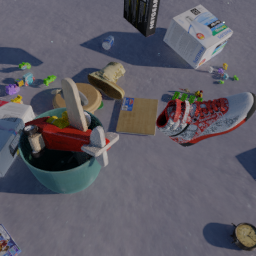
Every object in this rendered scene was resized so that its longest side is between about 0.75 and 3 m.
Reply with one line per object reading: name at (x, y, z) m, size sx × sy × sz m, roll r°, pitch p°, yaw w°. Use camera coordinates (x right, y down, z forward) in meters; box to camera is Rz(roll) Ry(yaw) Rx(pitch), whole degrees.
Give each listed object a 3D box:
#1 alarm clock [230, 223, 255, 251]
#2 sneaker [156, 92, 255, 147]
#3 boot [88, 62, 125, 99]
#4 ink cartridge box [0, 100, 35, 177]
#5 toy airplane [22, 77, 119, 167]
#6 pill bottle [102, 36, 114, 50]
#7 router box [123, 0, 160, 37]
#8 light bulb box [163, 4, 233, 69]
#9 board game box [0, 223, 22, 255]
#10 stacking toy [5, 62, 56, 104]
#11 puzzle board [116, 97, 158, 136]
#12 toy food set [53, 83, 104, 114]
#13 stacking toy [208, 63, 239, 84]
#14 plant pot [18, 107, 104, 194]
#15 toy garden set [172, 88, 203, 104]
alarm clock at (3.750, 3.370, 8.573) m, size 1.166 × 0.388 × 0.787 m, roll 10°, pitch 48°, yaw 11°
sneaker at (1.996, -0.395, 7.680) m, size 1.438 × 2.683 × 0.896 m, roll 30°, pitch 48°, yaw -29°
boot at (-0.629, -2.344, 13.437) m, size 2.181 × 0.794 × 1.695 m, roll 32°, pitch 55°, yaw 29°
ink cartridge box at (-5.110, 0.273, 10.799) m, size 2.035 × 1.180 × 2.757 m, roll 12°, pitch 51°, yaw 10°
toy airplane at (-1.547, 0.102, 8.619) m, size 2.740 × 2.752 × 1.942 m, roll 42°, pitch 36°, yaw -11°
pill bottle at (-1.094, -4.866, 15.868) m, size 0.478 × 0.478 × 0.852 m, roll 14°, pitch 49°, yaw 12°
router box at (0.544, -5.280, 11.817) m, size 0.589 × 2.308 × 1.721 m, roll -32°, pitch 65°, yaw -21°
light bulb box at (3.668, -4.830, 14.750) m, size 2.412 × 1.518 × 2.433 m, roll -36°, pitch 73°, yaw -27°
board game box at (-3.886, 3.580, 8.509) m, size 0.770 × 0.196 × 1.138 m, roll -36°, pitch 57°, yaw -28°
stacking toy at (-5.077, -2.070, 13.343) m, size 2.030 × 0.633 × 2.692 m, roll 29°, pitch 52°, yaw 21°
puzzle board at (0.445, -0.540, 12.213) m, size 1.618 × 0.187 × 2.148 m, roll 5°, pitch 48°, yaw 6°
toy food set at (-2.221, -1.222, 12.564) m, size 2.252 × 0.548 × 2.229 m, roll 24°, pitch 52°, yaw 20°
stacking toy at (4.804, -2.749, 14.095) m, size 0.989 × 0.308 × 1.312 m, roll -16°, pitch 51°, yaw -14°
plant pot at (-2.071, 0.978, 9.532) m, size 2.666 × 2.140 × 2.666 m, roll 0°, pitch 48°, yaw 0°
toy garden set at (2.807, -1.430, 12.966) m, size 1.299 × 0.259 × 1.083 m, roll 18°, pitch 52°, yaw 16°
